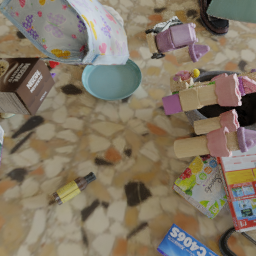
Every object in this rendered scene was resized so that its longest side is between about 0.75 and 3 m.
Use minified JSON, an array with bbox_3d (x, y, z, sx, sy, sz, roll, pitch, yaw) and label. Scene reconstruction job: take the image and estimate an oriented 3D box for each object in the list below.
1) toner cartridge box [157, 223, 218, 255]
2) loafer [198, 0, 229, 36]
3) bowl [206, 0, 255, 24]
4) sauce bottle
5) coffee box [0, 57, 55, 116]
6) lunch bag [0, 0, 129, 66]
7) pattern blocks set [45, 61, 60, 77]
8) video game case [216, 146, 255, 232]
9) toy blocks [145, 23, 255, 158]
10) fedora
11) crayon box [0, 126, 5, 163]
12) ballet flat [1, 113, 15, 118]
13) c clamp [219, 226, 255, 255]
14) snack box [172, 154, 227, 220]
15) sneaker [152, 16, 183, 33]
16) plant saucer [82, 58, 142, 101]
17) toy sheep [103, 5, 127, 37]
[{"bbox_3d":[1.502,3.018,6.580,1.510,0.326,0.717,32,63,19],"label":"toner cartridge box"},{"bbox_3d":[3.430,-4.935,11.286,1.015,0.890,2.825,-4,58,-3],"label":"loafer"},{"bbox_3d":[3.037,-3.112,6.300,2.299,1.203,2.299,2,31,-1],"label":"bowl"},{"bbox_3d":[-1.399,1.584,7.465,1.196,0.387,0.387,-29,62,-19],"label":"sauce bottle"},{"bbox_3d":[-3.759,-1.304,8.489,2.591,1.034,1.464,5,53,21],"label":"coffee box"},{"bbox_3d":[-1.205,-2.185,6.159,2.328,1.480,1.974,44,27,7],"label":"lunch bag"},{"bbox_3d":[-3.271,-2.011,9.889,1.498,0.121,1.317,7,58,4],"label":"pattern blocks set"},{"bbox_3d":[3.235,1.290,7.258,1.728,0.211,2.417,-4,70,-16],"label":"video game case"},{"bbox_3d":[2.018,-0.956,5.696,2.210,2.626,2.454,-11,9,28],"label":"toy blocks"},{"bbox_3d":[2.846,-0.507,8.283,2.714,1.225,2.400,7,58,6],"label":"fedora"},{"bbox_3d":[-4.375,0.749,7.924,1.420,0.480,1.646,-6,58,-4],"label":"crayon box"},{"bbox_3d":[-3.503,-0.818,8.958,1.352,0.422,0.456,-37,65,-21],"label":"ballet flat"},{"bbox_3d":[2.978,2.899,6.770,1.431,0.194,1.222,32,68,17],"label":"c clamp"},{"bbox_3d":[2.263,1.323,7.558,1.296,0.483,1.823,37,65,19],"label":"snack box"},{"bbox_3d":[1.515,-3.680,10.685,1.713,0.569,0.775,-35,61,-22],"label":"sneaker"},{"bbox_3d":[-0.547,-1.693,9.602,2.041,0.280,2.041,0,57,0],"label":"plant saucer"},{"bbox_3d":[-0.828,-3.731,10.246,2.060,1.421,1.421,33,63,19],"label":"toy sheep"}]
